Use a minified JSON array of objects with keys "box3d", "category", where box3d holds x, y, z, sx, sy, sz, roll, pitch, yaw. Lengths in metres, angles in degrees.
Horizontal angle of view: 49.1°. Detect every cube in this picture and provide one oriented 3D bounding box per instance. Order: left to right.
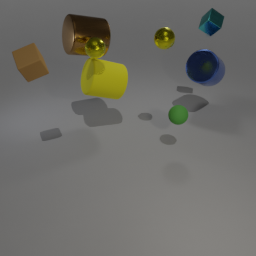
[{"box3d":[-2.855,-1.917,8.238,0.700,0.700,0.700,-25,66,-4],"category":"cube"},{"box3d":[3.562,-4.505,11.970,0.700,0.700,0.700,27,68,-16],"category":"cube"}]

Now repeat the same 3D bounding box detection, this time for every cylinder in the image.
[{"box3d":[-1.557,-3.387,10.341,1.400,1.400,1.400,-5,30,-30],"category":"cylinder"},{"box3d":[-0.931,-1.880,10.798,1.400,1.400,1.400,5,26,-29],"category":"cylinder"},{"box3d":[3.392,-2.582,12.208,1.400,1.400,1.400,19,11,28],"category":"cylinder"}]

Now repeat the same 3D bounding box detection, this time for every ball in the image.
[{"box3d":[-1.091,-2.663,9.307,0.700,0.700,0.700,0,31,0],"category":"ball"},{"box3d":[1.198,-2.939,9.199,0.700,0.700,0.700,0,31,0],"category":"ball"},{"box3d":[1.772,-0.462,9.880,0.700,0.700,0.700,0,31,0],"category":"ball"}]
